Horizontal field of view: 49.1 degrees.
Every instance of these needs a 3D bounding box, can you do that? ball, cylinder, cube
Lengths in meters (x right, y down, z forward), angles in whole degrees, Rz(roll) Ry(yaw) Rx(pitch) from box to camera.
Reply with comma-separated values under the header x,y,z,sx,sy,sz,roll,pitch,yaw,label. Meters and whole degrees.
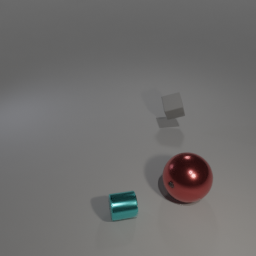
x,y,z,sx,sy,sz,roll,pitch,yaw,label
1.681,1.389,7.929,1.400,1.400,1.400,0,33,0,ball
-0.134,2.080,7.527,0.700,0.700,0.700,-6,34,-9,cylinder
1.738,-0.832,10.724,0.700,0.700,0.700,-14,61,13,cube
